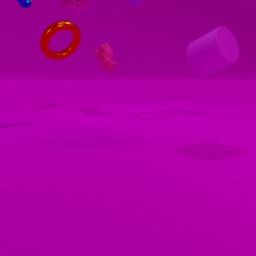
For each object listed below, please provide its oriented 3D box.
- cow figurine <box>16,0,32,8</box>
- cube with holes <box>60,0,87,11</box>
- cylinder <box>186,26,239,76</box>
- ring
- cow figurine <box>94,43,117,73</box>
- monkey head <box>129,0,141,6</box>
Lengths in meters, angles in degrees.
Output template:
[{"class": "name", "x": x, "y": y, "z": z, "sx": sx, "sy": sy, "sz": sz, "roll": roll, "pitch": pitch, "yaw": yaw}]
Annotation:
[{"class": "cow figurine", "x": -2.455, "y": -3.550, "z": 6.149, "sx": 1.638, "sy": 1.612, "sz": 0.899, "roll": -23, "pitch": 12, "yaw": -5}, {"class": "cube with holes", "x": -2.071, "y": -4.991, "z": 10.814, "sx": 0.729, "sy": 0.729, "sz": 0.729, "roll": -1, "pitch": 19, "yaw": -41}, {"class": "cylinder", "x": 2.907, "y": -2.610, "z": 9.649, "sx": 1.282, "sy": 1.282, "sz": 1.282, "roll": -9, "pitch": -7, "yaw": -40}, {"class": "ring", "x": -2.639, "y": -3.436, "z": 11.075, "sx": 1.755, "sy": 1.755, "sz": 0.351, "roll": -11, "pitch": 54, "yaw": -45}, {"class": "cow figurine", "x": -0.792, "y": -2.691, "z": 10.792, "sx": 0.595, "sy": 1.067, "sz": 1.085, "roll": -34, "pitch": 9, "yaw": 27}, {"class": "monkey head", "x": 0.320, "y": -4.299, "z": 8.376, "sx": 1.502, "sy": 1.081, "sz": 0.905, "roll": 14, "pitch": 38, "yaw": 14}]
